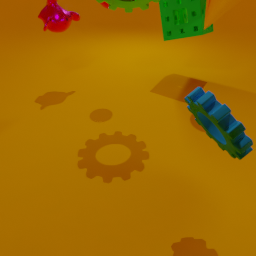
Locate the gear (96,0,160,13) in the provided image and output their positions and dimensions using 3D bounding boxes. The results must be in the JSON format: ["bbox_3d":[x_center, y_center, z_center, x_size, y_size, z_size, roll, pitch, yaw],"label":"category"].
[{"bbox_3d":[-0.015,-3.319,6.380,1.733,1.733,0.320,1,76,2],"label":"gear"}]

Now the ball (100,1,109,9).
[{"bbox_3d":[-0.512,-3.759,7.956,0.703,0.703,0.703,0,35,0],"label":"ball"}]

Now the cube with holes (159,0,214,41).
[{"bbox_3d":[2.040,-3.878,9.668,1.377,1.377,1.377,1,21,32],"label":"cube with holes"}]

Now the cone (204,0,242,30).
[{"bbox_3d":[2.473,-3.386,7.910,1.249,1.253,1.249,22,22,-9],"label":"cone"}]

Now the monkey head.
[{"bbox_3d":[-2.223,-3.603,8.809,0.931,1.111,1.545,42,48,11],"label":"monkey head"}]

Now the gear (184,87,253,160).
[{"bbox_3d":[1.310,-0.066,4.131,0.220,1.191,1.191,-39,41,1],"label":"gear"}]
